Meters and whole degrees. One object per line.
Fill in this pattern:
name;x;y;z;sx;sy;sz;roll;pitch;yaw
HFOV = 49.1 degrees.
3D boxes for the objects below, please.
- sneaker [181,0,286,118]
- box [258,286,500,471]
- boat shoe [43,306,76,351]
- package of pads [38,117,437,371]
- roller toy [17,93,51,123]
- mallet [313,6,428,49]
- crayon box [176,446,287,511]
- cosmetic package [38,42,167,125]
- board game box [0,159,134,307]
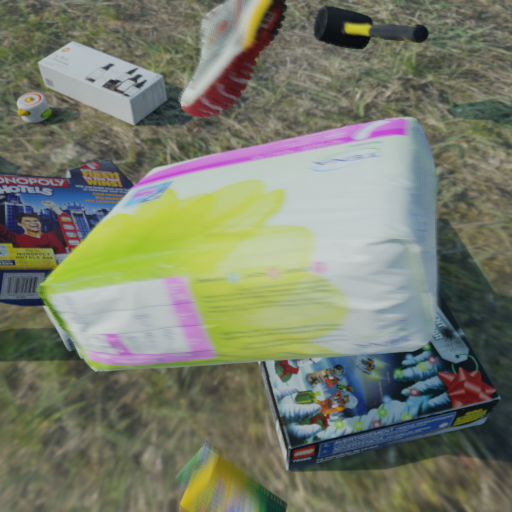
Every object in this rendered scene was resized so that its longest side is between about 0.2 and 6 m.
sneaker;-0.369;-2.459;6.681;0.740;0.701;1.802;30;85;17
box;1.333;0.828;8.781;2.943;0.857;4.298;-11;50;-9
boat shoe;-3.183;0.614;9.117;0.656;0.729;2.062;-29;63;-22
package of pads;-0.033;-0.166;5.841;3.664;1.250;2.831;-8;30;22
roller toy;-5.059;-3.374;12.697;0.693;0.484;0.632;-18;51;-15
mallet;2.265;-4.110;10.309;1.136;0.710;3.450;2;23;-24
crayon box;-0.271;2.242;5.150;0.942;0.592;0.243;36;29;-1
cosmetic package;-3.623;-4.126;13.190;2.902;0.735;1.198;26;53;21
board game box;-2.926;-0.460;9.231;3.265;1.007;3.263;1;37;-32
